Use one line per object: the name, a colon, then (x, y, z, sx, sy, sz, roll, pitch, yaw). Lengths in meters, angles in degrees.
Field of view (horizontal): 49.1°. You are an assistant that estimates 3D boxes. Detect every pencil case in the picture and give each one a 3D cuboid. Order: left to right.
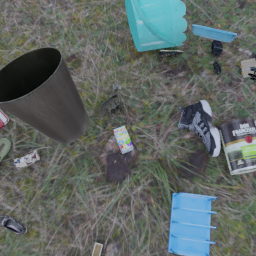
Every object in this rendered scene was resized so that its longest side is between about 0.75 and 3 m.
pencil case: (-3.987, 1.249, 11.100, 1.005, 0.391, 0.449, -25, 104, -7)

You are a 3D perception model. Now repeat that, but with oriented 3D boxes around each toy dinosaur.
toy dinosaur: (-0.717, -0.945, 11.784, 0.895, 0.674, 1.751, 38, 83, 25)

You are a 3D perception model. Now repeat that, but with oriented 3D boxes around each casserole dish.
casserole dish: (3.233, -3.574, 10.609, 1.787, 0.347, 1.083, 26, 28, 27)

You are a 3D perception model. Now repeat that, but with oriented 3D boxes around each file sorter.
file sorter: (2.314, 3.434, 9.943, 1.465, 1.295, 2.111, 7, 73, 3)

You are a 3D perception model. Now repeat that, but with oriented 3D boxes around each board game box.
board game box: (-0.184, 0.475, 11.306, 0.503, 0.494, 0.959, -21, 73, -7)

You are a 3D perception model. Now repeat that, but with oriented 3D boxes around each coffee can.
coffee can: (4.393, 0.718, 10.764, 1.390, 1.390, 1.900, -9, 73, -3)

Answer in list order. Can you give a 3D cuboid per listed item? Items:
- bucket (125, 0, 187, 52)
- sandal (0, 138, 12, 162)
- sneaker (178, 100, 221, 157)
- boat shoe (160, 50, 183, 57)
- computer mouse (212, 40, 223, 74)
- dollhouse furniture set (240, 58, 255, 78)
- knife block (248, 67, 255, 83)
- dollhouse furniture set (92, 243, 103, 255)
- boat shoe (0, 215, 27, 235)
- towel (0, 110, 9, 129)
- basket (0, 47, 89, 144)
bucket: (1.091, -4.734, 11.820, 1.961, 3.015, 3.015, -15, 73, -2)
sandal: (-5.374, 1.235, 11.023, 0.784, 0.564, 1.975, 22, 74, 7)
sneaker: (2.769, 0.075, 11.250, 1.380, 0.915, 2.424, -9, 67, -2)
boat shoe: (1.948, -3.359, 12.634, 1.071, 0.392, 0.335, -4, 105, -10)
computer mouse: (3.996, -3.203, 12.643, 0.499, 0.289, 1.701, 8, 76, -18)
dollhouse furniture set: (5.843, -2.703, 12.460, 1.640, 0.633, 0.820, -10, 79, 17)
knife block: (4.506, -1.684, 9.106, 1.152, 0.369, 1.012, -15, 48, -32)
dollhouse furniture set: (-1.353, 4.566, 9.876, 0.800, 0.717, 1.010, 14, 73, 5)
boat shoe: (-4.343, 3.564, 10.384, 1.270, 0.362, 0.424, 23, 74, 7)
towel: (-6.245, -0.111, 11.640, 1.581, 0.250, 2.195, 42, 75, 14)
basket: (-2.448, -0.804, 8.779, 2.433, 2.698, 1.835, -26, 52, 5)
